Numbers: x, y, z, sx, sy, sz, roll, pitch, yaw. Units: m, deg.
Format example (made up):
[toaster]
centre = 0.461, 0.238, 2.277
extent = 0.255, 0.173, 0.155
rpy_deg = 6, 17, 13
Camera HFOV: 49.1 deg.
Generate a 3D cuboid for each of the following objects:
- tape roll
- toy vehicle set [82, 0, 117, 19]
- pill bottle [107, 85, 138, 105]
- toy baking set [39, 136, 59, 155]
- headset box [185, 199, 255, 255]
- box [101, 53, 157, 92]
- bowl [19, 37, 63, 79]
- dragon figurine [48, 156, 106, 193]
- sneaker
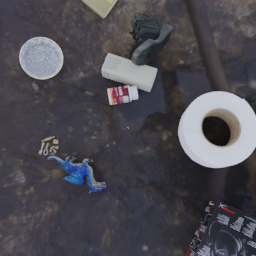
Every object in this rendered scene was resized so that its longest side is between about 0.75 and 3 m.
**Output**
[tape roll]
centre = 3.227, 0.072, 10.119
extent = 2.702, 0.945, 2.702
rpy_deg = 0, 77, 0
[toy vehicle set]
centre = -0.911, -5.519, 11.385
extent = 1.101, 0.235, 1.772
rpy_deg = 36, 82, -22
[pill bottle]
centre = -0.193, -1.264, 10.579
extent = 1.093, 0.624, 0.624
rpy_deg = -10, 78, -2
[toy baking set]
centre = -2.965, 0.665, 10.428
extent = 0.819, 0.095, 0.629
rpy_deg = -15, 78, -3
[headset box]
centre = 3.205, 4.067, 9.177
extent = 2.077, 1.078, 2.791
rpy_deg = 26, 80, 5
[box]
centre = 0.047, -2.119, 10.738
extent = 1.995, 0.682, 0.820
rpy_deg = 20, 78, 4
[bowl]
centre = -3.279, -2.592, 10.731
extent = 1.572, 0.738, 1.572
rpy_deg = 0, 90, -13
[dragon figurine]
centre = -1.878, 1.626, 9.916
extent = 2.319, 0.682, 1.153
rpy_deg = 9, 78, 1
[sneaker]
centre = 0.474, -3.357, 10.458
extent = 1.582, 1.056, 2.762
rpy_deg = 31, 52, 8
